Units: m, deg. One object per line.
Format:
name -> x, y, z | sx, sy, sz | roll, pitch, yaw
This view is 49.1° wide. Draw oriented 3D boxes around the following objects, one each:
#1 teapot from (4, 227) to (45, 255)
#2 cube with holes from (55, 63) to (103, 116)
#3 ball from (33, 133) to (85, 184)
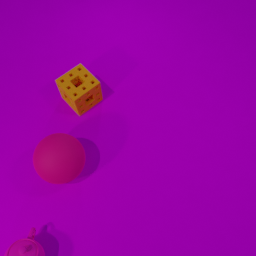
teapot -> -2.501, 3.119, 6.660 | 0.976, 0.769, 1.570 | 11, 41, -2
cube with holes -> -1.508, -1.188, 8.820 | 0.972, 0.972, 0.972 | -39, 70, -17
ball -> -1.866, 0.830, 7.656 | 1.393, 1.393, 1.393 | 0, 65, 0
